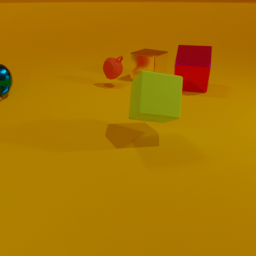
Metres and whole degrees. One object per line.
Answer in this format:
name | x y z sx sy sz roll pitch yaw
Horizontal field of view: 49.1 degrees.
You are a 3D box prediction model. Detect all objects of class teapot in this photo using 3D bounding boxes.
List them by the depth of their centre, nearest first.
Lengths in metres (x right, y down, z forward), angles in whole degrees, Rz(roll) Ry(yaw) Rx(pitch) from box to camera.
teapot | -4.167 -1.515 8.915 0.752 0.955 1.537 -18 63 -49
teapot | -0.505 -2.069 9.807 0.590 1.204 0.749 -20 68 -42

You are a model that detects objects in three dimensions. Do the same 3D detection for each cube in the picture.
cube | 0.579 -0.640 6.137 0.907 0.907 0.907 6 -7 -12
cube | 2.165 -1.993 9.396 1.112 1.112 1.112 6 51 12
cube | 0.791 -2.343 10.567 1.043 1.043 1.043 18 31 32
